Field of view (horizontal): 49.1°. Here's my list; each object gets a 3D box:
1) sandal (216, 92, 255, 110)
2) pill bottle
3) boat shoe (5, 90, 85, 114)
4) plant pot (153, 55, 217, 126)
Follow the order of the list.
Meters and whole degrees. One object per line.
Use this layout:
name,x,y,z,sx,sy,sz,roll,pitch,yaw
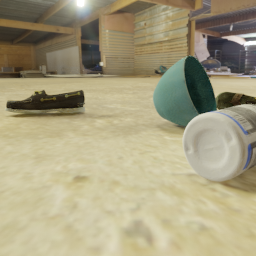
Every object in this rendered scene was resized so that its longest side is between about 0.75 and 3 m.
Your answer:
sandal,3.702,-0.903,9.280,1.719,0.683,0.490,0,-9,-10
pill bottle,1.631,0.136,4.111,1.616,0.919,0.919,-11,17,-41
boat shoe,-2.660,-0.865,9.090,2.503,0.754,0.892,-2,8,-14
plant pot,1.355,-0.787,7.201,1.195,1.774,1.774,-19,-1,35
